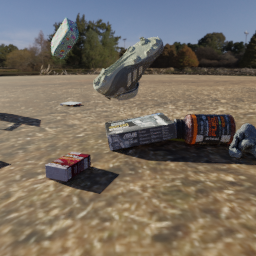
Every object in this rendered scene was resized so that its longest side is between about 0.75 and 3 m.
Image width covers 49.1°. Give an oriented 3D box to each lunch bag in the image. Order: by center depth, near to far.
[{"bbox_3d":[-2.748,-3.914,12.186,0.610,1.582,1.269,20,40,-37],"label":"lunch bag"}]

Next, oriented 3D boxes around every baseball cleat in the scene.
[{"bbox_3d":[0.157,-1.528,7.602,2.300,0.802,1.224,-26,-41,30],"label":"baseball cleat"}]

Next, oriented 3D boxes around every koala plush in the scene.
[{"bbox_3d":[3.568,0.475,7.784,0.949,0.983,1.070,-11,30,-37],"label":"koala plush"}]

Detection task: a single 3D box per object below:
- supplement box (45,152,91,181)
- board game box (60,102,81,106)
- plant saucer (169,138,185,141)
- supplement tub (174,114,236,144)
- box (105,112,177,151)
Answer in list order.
[{"bbox_3d":[-1.447,0.926,6.920,0.601,0.336,1.104,6,14,22],"label":"supplement box"},{"bbox_3d":[-3.464,-1.455,16.986,0.948,0.123,0.948,7,15,28],"label":"board game box"},{"bbox_3d":[1.629,0.131,10.231,1.253,0.300,1.255,4,16,19],"label":"plant saucer"},{"bbox_3d":[2.445,0.039,9.148,1.867,0.999,0.999,0,14,0],"label":"supplement tub"},{"bbox_3d":[0.342,0.069,9.340,2.150,0.535,1.695,-10,15,-4],"label":"box"}]
